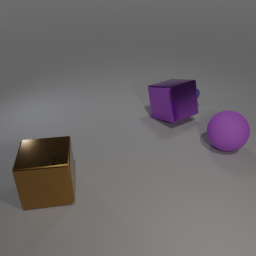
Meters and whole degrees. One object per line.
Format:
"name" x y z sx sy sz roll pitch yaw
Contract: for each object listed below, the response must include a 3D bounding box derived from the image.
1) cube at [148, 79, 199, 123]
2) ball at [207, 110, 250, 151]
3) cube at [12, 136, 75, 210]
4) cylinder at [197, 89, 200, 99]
"cube" 1.834 -1.155 11.400 1.400 1.400 1.400 -19 20 -29
"ball" 3.428 0.099 9.610 1.400 1.400 1.400 0 31 0
"cube" -2.244 1.212 7.798 1.400 1.400 1.400 -5 31 -8
"cylinder" 2.815 -1.642 12.849 0.700 0.700 0.700 -12 41 -19
